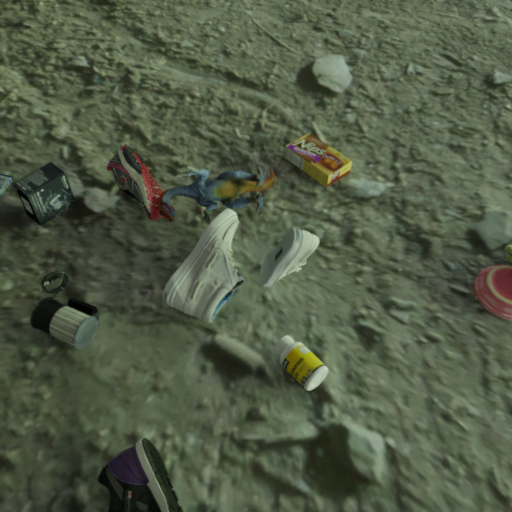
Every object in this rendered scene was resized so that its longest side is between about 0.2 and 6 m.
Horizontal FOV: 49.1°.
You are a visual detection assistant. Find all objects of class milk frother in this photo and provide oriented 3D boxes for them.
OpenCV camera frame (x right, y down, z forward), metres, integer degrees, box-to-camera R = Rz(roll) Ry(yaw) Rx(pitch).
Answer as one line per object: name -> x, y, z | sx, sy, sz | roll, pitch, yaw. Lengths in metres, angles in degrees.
milk frother -> -3.527, 0.985, 10.447 | 1.046, 1.113, 1.004 | 20, 50, 15

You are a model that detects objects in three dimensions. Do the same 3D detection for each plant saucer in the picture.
plant saucer -> 5.072, 0.668, 11.197 | 1.318, 0.334, 1.318 | 0, 51, 1

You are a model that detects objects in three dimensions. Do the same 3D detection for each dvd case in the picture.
dvd case -> -6.675, -1.331, 12.936 | 1.299, 0.160, 1.821 | 13, 52, 12

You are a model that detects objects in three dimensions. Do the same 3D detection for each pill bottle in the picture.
pill bottle -> 0.774, 1.898, 10.061 | 0.542, 0.542, 0.974 | -33, 57, -24

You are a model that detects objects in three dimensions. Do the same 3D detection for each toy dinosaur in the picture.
toy dinosaur -> -0.954, -1.270, 12.384 | 2.243, 1.298, 2.471 | -1, 6, 18

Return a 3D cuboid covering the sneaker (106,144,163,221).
sneaker -> -2.708, -1.576, 12.824 | 0.774, 0.836, 2.074 | -39, 62, 12

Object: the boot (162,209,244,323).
boot -> -0.726, 0.221, 11.322 | 1.198, 0.922, 2.507 | 27, 63, 11

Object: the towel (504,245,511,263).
towel -> 5.926, 0.230, 11.352 | 1.207, 0.297, 1.626 | -18, 51, -37

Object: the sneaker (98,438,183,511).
sneaker -> -1.630, 4.002, 8.312 | 1.025, 0.887, 2.341 | -30, 52, -4

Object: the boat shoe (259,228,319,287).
boat shoe -> 0.619, 0.093, 10.595 | 0.634, 1.817, 0.644 | 12, 54, -19

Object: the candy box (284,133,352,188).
candy box -> 1.490, -2.341, 13.585 | 0.852, 0.412, 1.460 | -33, 60, -27

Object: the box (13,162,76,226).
box -> -4.670, -1.375, 12.436 | 0.583, 0.977, 0.994 | 34, 58, 24
